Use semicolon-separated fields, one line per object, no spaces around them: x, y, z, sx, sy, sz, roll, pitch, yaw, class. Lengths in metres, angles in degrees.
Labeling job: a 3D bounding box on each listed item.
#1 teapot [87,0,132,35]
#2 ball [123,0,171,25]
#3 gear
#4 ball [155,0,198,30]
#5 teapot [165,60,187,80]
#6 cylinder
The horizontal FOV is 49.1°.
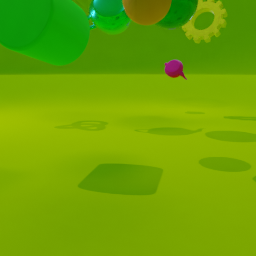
-0.341;-3.045;7.457;1.929;1.199;0.944;-21;-19;0;teapot
0.320;-2.179;4.741;0.826;0.826;0.826;0;12;0;ball
2.540;-3.584;9.359;1.444;1.444;0.267;7;-3;31;gear
1.053;-3.069;6.801;1.278;1.278;1.278;0;12;0;ball
1.833;-2.231;10.853;1.161;0.722;0.569;42;-1;31;teapot
-1.263;-1.555;4.177;1.051;1.051;1.051;4;2;19;cylinder
